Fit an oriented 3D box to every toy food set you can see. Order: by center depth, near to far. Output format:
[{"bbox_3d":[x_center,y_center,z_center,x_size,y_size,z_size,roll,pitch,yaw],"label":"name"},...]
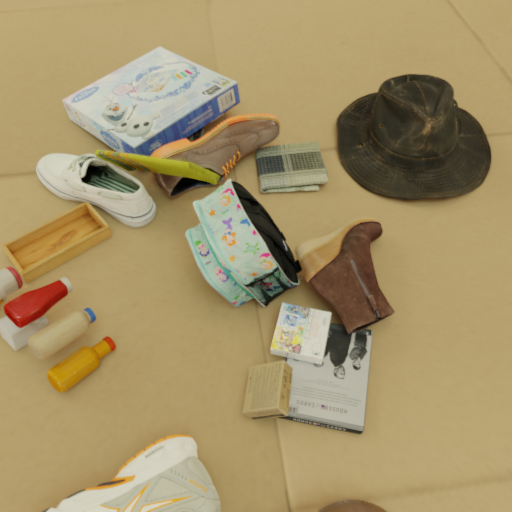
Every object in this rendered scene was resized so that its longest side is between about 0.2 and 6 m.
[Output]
[{"bbox_3d":[-3.707,0.976,9.691,2.634,1.257,1.185,35,50,25],"label":"toy food set"}]

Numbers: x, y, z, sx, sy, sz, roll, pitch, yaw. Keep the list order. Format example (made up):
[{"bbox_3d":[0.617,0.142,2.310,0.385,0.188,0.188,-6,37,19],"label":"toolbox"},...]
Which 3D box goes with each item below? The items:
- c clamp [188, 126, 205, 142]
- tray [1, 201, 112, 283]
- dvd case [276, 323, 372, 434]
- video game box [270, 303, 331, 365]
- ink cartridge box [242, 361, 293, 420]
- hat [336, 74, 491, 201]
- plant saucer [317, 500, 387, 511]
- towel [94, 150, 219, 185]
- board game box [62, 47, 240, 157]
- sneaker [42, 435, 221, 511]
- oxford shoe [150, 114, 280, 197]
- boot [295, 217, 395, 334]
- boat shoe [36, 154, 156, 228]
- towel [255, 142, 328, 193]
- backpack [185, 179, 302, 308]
[{"bbox_3d":[-2.081,-2.973,13.407,1.807,0.286,2.115,-6,49,3],"label":"c clamp"},{"bbox_3d":[-3.975,-0.300,11.254,1.892,0.350,0.933,-32,58,-24],"label":"tray"},{"bbox_3d":[1.191,1.971,9.507,1.419,0.233,1.888,10,52,7],"label":"dvd case"},{"bbox_3d":[0.783,1.338,9.721,0.897,0.231,0.985,13,51,7],"label":"video game box"},{"bbox_3d":[0.195,2.184,9.088,0.701,0.320,0.851,-17,45,31],"label":"ink cartridge box"},{"bbox_3d":[3.673,-3.091,12.696,3.944,1.591,3.944,1,51,-1],"label":"hat"},{"bbox_3d":[1.317,4.234,7.056,2.116,0.339,2.116,7,70,-20],"label":"plant saucer"},{"bbox_3d":[-2.004,-1.776,11.155,2.482,1.068,0.224,13,90,31],"label":"towel"},{"bbox_3d":[-2.521,-3.705,13.472,3.070,0.666,3.055,-39,55,-23],"label":"board game box"},{"bbox_3d":[-1.907,3.815,7.483,3.191,1.208,1.468,-30,61,-20],"label":"sneaker"},{"bbox_3d":[-0.747,-2.157,12.372,3.096,1.104,1.129,-25,63,-8],"label":"oxford shoe"},{"bbox_3d":[1.973,0.338,10.545,2.304,0.833,1.916,-21,67,-35],"label":"boot"},{"bbox_3d":[-3.444,-1.704,11.916,3.103,1.036,1.141,22,55,17],"label":"boat shoe"},{"bbox_3d":[0.795,-1.999,12.684,1.555,0.268,1.497,-6,48,0],"label":"towel"},{"bbox_3d":[-0.309,-0.236,10.070,1.617,2.148,1.907,-28,55,4],"label":"backpack"}]
